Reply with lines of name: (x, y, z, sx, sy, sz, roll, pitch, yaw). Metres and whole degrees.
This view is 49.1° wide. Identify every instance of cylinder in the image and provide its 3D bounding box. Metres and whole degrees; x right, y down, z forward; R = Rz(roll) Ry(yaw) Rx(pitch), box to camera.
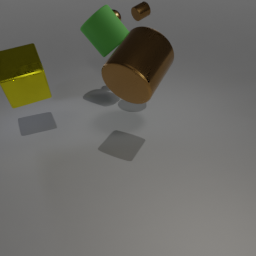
cylinder: (0.629, -5.711, 13.713, 0.700, 0.700, 0.700, -36, 43, -19)
cylinder: (0.262, -1.572, 7.114, 1.400, 1.400, 1.400, 18, 61, 27)
cylinder: (-0.872, -3.721, 10.817, 1.400, 1.400, 1.400, -38, 15, 12)

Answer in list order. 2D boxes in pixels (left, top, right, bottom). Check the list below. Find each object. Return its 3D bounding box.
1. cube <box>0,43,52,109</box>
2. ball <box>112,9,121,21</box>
cube: (-3.574, -1.764, 9.542, 1.400, 1.400, 1.400, -19, 62, -14)
ball: (-0.628, -4.506, 11.535, 0.700, 0.700, 0.700, 0, 31, 0)
